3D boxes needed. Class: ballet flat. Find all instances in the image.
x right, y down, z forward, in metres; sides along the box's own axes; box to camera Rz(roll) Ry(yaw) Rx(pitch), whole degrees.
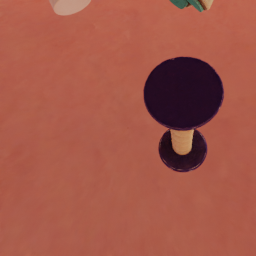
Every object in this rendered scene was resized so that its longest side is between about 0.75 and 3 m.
[{"bbox_3d":[1.434,-3.170,6.161,0.960,0.960,2.763,-2,25,-2],"label":"ballet flat"}]

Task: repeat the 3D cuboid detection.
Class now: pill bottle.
[{"bbox_3d":[-1.847,-4.208,7.219,1.270,1.270,2.232,-23,90,-22],"label":"pill bottle"}]

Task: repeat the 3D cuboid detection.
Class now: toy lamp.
[{"bbox_3d":[0.529,0.075,2.700,0.580,1.994,0.580,-3,74,10],"label":"toy lamp"}]
